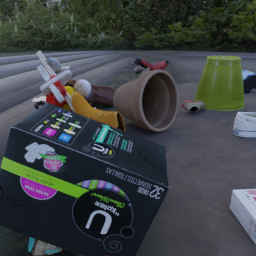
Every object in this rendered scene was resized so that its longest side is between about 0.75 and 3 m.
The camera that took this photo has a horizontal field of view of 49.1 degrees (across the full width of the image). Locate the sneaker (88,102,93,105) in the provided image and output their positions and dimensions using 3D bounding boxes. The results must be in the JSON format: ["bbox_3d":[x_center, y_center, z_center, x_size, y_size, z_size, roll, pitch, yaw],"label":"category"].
[{"bbox_3d":[-1.946,-1.507,14.600,1.835,0.695,0.707,-17,55,-47],"label":"sneaker"}]

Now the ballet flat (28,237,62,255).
[{"bbox_3d":[-1.610,1.733,5.574,0.736,0.663,1.955,15,18,-27],"label":"ballet flat"}]

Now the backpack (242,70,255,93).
[{"bbox_3d":[7.102,-3.001,17.710,1.548,1.459,1.897,-28,13,-10],"label":"backpack"}]

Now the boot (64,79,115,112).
[{"bbox_3d":[-1.482,-1.272,13.388,2.939,0.944,2.739,9,43,-42],"label":"boot"}]

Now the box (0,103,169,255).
[{"bbox_3d":[-0.765,0.923,4.891,2.440,1.812,1.517,21,20,-2],"label":"box"}]

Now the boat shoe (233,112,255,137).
[{"bbox_3d":[5.352,-0.431,10.452,2.943,1.255,1.087,-3,20,-7],"label":"boat shoe"}]

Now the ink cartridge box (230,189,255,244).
[{"bbox_3d":[2.789,1.726,5.581,1.031,0.493,1.175,-2,20,-4],"label":"ink cartridge box"}]

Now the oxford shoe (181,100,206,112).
[{"bbox_3d":[3.176,-0.946,13.162,1.507,0.531,0.563,-4,45,-35],"label":"oxford shoe"}]

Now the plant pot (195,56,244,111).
[{"bbox_3d":[4.691,-2.354,14.103,2.514,2.420,2.514,0,20,0],"label":"plant pot"}]

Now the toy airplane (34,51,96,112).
[{"bbox_3d":[-2.322,-1.349,10.485,2.099,2.974,2.961,-28,33,-25],"label":"toy airplane"}]

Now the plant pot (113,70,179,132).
[{"bbox_3d":[0.536,-1.038,11.059,2.019,2.315,2.315,3,17,45],"label":"plant pot"}]

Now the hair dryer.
[{"bbox_3d":[0.838,-2.352,10.812,1.510,0.410,1.150,-3,-15,16],"label":"hair dryer"}]

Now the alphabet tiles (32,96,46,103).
[{"bbox_3d":[-4.645,-1.578,15.391,1.137,0.085,1.163,-2,19,-5],"label":"alphabet tiles"}]

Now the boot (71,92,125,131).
[{"bbox_3d":[-0.866,-0.412,8.762,1.369,1.912,0.673,-12,23,37],"label":"boot"}]
